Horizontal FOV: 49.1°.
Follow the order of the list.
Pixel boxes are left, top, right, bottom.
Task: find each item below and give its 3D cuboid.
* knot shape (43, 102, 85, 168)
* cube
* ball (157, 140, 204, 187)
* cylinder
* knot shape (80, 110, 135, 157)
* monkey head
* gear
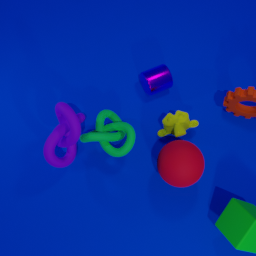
[{"bbox_3d":[-1.771,0.258,7.801,0.841,1.821,1.704,14,80,-8],"label":"knot shape"},{"bbox_3d":[2.978,2.472,7.108,0.894,0.894,0.894,22,104,-27],"label":"cube"},{"bbox_3d":[1.431,0.970,7.665,1.279,1.279,1.279,0,68,0],"label":"ball"},{"bbox_3d":[0.917,-1.561,9.130,0.826,0.826,0.826,-23,69,-9],"label":"cylinder"},{"bbox_3d":[-0.665,0.171,8.208,1.503,0.742,1.606,-12,44,-17],"label":"knot shape"},{"bbox_3d":[1.495,-0.011,8.381,1.299,0.783,0.935,-17,53,8],"label":"monkey head"},{"bbox_3d":[3.659,-0.732,8.444,1.446,1.446,0.268,16,70,6],"label":"gear"}]
